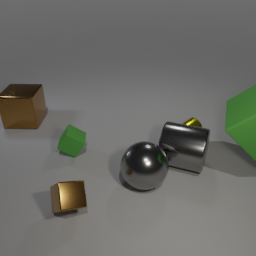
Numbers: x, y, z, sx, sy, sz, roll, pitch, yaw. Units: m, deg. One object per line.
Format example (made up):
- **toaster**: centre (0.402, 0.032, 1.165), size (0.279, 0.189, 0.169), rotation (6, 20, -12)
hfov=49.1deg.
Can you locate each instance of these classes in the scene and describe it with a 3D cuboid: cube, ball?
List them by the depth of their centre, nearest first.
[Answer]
- **cube**: centre (-1.548, 1.773, 7.241), size (0.700, 0.700, 0.700), rotation (1, 71, -33)
- **cube**: centre (3.680, -0.233, 7.641), size (1.400, 1.400, 1.400), rotation (41, 43, -16)
- **ball**: centre (0.476, 1.081, 8.108), size (1.400, 1.400, 1.400), rotation (0, 31, 0)
- **cube**: centre (-1.923, 0.437, 9.636), size (0.700, 0.700, 0.700), rotation (29, 25, -20)
- **cube**: centre (-4.278, -0.903, 11.455), size (1.400, 1.400, 1.400), rotation (1, 31, 2)

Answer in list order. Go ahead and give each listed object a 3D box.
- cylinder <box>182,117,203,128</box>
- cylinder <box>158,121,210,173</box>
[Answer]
- **cylinder**: centre (2.278, 0.068, 10.365), size (0.700, 0.700, 0.700), rotation (-31, 41, -19)
- **cylinder**: centre (1.787, 0.588, 8.944), size (1.400, 1.400, 1.400), rotation (12, 33, 19)
